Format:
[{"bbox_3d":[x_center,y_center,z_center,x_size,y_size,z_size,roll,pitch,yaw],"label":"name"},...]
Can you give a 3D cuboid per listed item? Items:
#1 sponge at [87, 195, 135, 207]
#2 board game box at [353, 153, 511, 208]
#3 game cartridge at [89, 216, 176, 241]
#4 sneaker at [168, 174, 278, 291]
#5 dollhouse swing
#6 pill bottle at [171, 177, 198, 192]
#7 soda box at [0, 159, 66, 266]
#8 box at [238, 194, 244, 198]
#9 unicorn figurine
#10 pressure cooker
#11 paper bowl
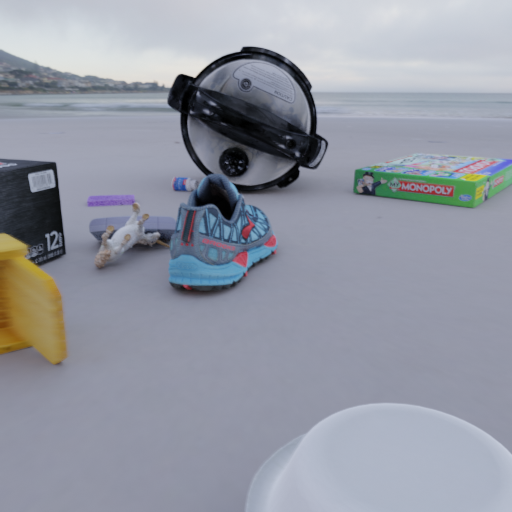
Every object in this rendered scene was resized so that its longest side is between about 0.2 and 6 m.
[{"bbox_3d":[-3.194,-1.225,12.367,1.004,0.150,0.560,-4,18,-12],"label":"sponge"},{"bbox_3d":[4.676,-2.018,14.168,2.842,0.615,4.224,11,20,33],"label":"board game box"},{"bbox_3d":[-1.950,-0.435,9.052,1.354,0.274,0.903,-2,-6,-6],"label":"game cartridge"},{"bbox_3d":[-0.354,-0.513,7.969,1.129,1.360,2.846,4,17,12],"label":"sneaker"},{"bbox_3d":[-2.398,0.534,5.113,1.013,1.115,0.980,-13,35,-31],"label":"dollhouse swing"},{"bbox_3d":[-1.739,-1.754,13.757,0.608,0.341,0.341,5,18,18],"label":"pill bottle"},{"bbox_3d":[-4.475,-0.153,6.603,1.656,1.482,4.680,7,18,21],"label":"soda box"},{"bbox_3d":[-0.679,-1.008,10.672,0.610,0.523,0.607,9,-10,32],"label":"box"},{"bbox_3d":[-1.855,-0.283,8.271,1.438,0.988,0.531,-29,73,-34],"label":"unicorn figurine"},{"bbox_3d":[-0.143,-3.307,13.883,3.346,3.398,3.804,-19,16,5],"label":"pressure cooker"},{"bbox_3d":[0.736,1.361,2.813,1.603,0.834,1.603,0,18,0],"label":"paper bowl"}]
